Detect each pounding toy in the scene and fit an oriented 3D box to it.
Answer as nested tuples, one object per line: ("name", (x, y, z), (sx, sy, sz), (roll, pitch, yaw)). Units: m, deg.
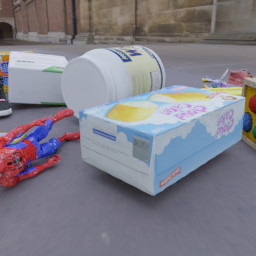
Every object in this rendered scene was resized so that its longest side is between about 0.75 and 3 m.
("pounding toy", (3.153, -0.726, 6.564), (1.082, 2.078, 2.365), (-2, 20, -5))

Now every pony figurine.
("pony figurine", (3.704, -1.830, 11.630), (1.243, 1.035, 1.200), (14, 56, 25))

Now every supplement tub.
("supplement tub", (-0.362, -1.355, 8.379), (2.034, 2.034, 2.805), (13, 23, 33))

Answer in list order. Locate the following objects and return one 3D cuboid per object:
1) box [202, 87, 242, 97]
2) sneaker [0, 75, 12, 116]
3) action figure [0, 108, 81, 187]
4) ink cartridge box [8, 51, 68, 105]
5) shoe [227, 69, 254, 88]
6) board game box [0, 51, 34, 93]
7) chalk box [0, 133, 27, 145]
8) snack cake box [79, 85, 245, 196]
("box", (2.899, -0.880, 9.062), (2.725, 0.683, 1.026), (-2, 20, -6))
("sneaker", (-4.322, -1.104, 9.009), (0.825, 1.158, 2.334), (-9, 23, -29))
("action figure", (-1.753, 0.321, 5.380), (0.753, 0.953, 2.915), (-8, 15, 20))
("ink cartridge box", (-3.253, -1.902, 10.380), (2.131, 1.236, 2.942), (1, 23, -22))
("shoe", (5.270, -2.074, 12.172), (1.825, 0.830, 0.652), (15, 24, 35))
("board game box", (-4.851, -2.493, 12.247), (1.556, 1.557, 1.557), (-7, 21, -19))
("chalk box", (-2.515, 0.479, 5.407), (1.006, 0.626, 0.623), (0, 19, 3))
("snack cake box", (0.779, -0.019, 5.375), (1.720, 1.005, 2.990), (17, 26, 41))
